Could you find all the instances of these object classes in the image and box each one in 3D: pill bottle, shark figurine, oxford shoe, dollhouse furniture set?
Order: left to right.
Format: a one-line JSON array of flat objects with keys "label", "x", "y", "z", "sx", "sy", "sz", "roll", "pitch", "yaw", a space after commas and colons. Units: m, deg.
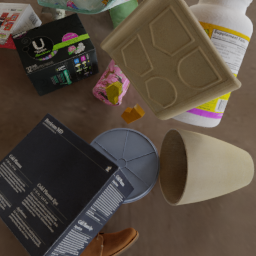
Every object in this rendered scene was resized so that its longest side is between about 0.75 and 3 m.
[{"label": "shark figurine", "x": -2.650, "y": -3.908, "z": 9.539, "sx": 1.024, "sy": 1.466, "sz": 2.453, "roll": -4, "pitch": 83, "yaw": 25}, {"label": "oxford shoe", "x": -0.714, "y": 2.715, "z": 6.585, "sx": 1.987, "sy": 0.709, "sz": 0.708, "roll": -18, "pitch": 94, "yaw": -8}, {"label": "dollhouse furniture set", "x": 0.338, "y": -4.324, "z": 9.454, "sx": 2.052, "sy": 1.030, "sz": 1.344, "roll": -15, "pitch": 68, "yaw": -6}, {"label": "pill bottle", "x": 1.655, "y": -1.557, "z": 5.954, "sx": 1.484, "sy": 1.484, "sz": 2.847, "roll": 17, "pitch": 105, "yaw": 7}]

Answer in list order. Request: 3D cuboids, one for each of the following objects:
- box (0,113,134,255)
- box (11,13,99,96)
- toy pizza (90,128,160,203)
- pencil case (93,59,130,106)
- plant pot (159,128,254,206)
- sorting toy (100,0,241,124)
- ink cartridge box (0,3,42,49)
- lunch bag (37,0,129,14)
[{"label": "box", "x": -1.634, "y": 1.366, "z": 6.492, "sx": 2.584, "sy": 1.345, "sz": 2.353, "roll": 34, "pitch": 75, "yaw": 31}, {"label": "box", "x": -2.108, "y": -2.186, "z": 8.436, "sx": 2.038, "sy": 1.267, "sz": 1.513, "roll": -25, "pitch": 69, "yaw": -9}, {"label": "toy pizza", "x": -0.175, "y": 0.995, "z": 7.612, "sx": 2.077, "sy": 0.329, "sz": 2.077, "roll": 0, "pitch": 69, "yaw": 0}, {"label": "pencil case", "x": -0.183, "y": -1.702, "z": 8.416, "sx": 0.925, "sy": 0.967, "sz": 2.234, "roll": 32, "pitch": 71, "yaw": -7}, {"label": "plant pot", "x": 1.992, "y": 0.961, "z": 6.986, "sx": 1.978, "sy": 1.852, "sz": 1.852, "roll": 3, "pitch": 67, "yaw": -13}, {"label": "sorting toy", "x": 0.428, "y": -1.033, "z": 5.197, "sx": 1.999, "sy": 2.683, "sz": 0.359, "roll": 48, "pitch": 52, "yaw": -13}, {"label": "ink cartridge box", "x": -4.003, "y": -3.090, "z": 8.858, "sx": 1.860, "sy": 0.780, "sz": 1.633, "roll": 13, "pitch": 67, "yaw": 21}, {"label": "lunch bag", "x": -0.883, "y": -4.430, "z": 8.334, "sx": 2.946, "sy": 1.797, "sz": 2.510, "roll": 17, "pitch": 36, "yaw": 25}]
